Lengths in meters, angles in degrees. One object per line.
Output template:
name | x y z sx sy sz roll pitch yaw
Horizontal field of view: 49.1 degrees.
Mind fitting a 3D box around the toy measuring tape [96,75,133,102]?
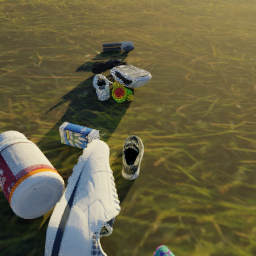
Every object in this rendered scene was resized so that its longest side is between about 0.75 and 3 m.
toy measuring tape | -0.523 -1.290 9.665 1.543 0.567 0.567 28 42 13

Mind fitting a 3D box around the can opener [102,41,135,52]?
can opener | -0.452 -3.901 13.541 1.527 0.407 0.511 -7 35 -8

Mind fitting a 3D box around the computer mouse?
computer mouse | -0.163 -2.044 10.837 1.521 0.608 2.773 -15 32 -28

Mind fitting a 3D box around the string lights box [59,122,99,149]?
string lights box | -1.310 0.243 7.635 1.059 0.544 0.312 13 38 18

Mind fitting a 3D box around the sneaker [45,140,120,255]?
sneaker | -0.695 1.420 5.746 1.157 1.099 2.876 12 42 2

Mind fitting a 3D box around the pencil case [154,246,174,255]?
pencil case | 0.769 2.433 4.745 0.388 0.357 0.839 -7 33 -37

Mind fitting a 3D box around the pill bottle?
pill bottle | -2.324 0.934 6.197 1.100 1.100 2.008 -24 42 -30

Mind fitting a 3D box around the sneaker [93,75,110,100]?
sneaker | -0.945 -1.654 10.244 0.604 0.585 1.653 -8 36 -11

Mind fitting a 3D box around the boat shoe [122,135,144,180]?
boat shoe | 0.135 0.609 7.170 0.543 0.489 1.536 2 36 2
